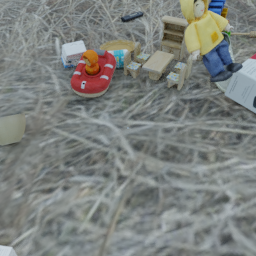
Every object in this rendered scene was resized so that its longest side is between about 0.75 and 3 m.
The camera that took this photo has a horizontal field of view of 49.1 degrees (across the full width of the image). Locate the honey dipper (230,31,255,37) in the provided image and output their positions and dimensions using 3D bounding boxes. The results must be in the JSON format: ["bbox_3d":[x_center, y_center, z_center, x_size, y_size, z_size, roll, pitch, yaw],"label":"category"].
[{"bbox_3d":[5.105,-4.219,12.605,1.454,0.276,0.276,3,44,9],"label":"honey dipper"}]

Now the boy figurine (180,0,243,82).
[{"bbox_3d":[1.973,-2.256,6.744,1.366,2.198,0.708,-34,17,-14],"label":"boy figurine"}]

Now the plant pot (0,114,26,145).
[{"bbox_3d":[-3.279,0.074,7.639,1.065,0.715,1.065,-14,3,1],"label":"plant pot"}]

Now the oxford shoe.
[{"bbox_3d":[3.350,-2.323,9.790,0.902,0.693,2.398,-3,71,-8],"label":"oxford shoe"}]

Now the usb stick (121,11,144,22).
[{"bbox_3d":[0.217,-5.589,14.035,1.298,0.212,0.360,-29,51,-27],"label":"usb stick"}]

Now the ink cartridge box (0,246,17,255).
[{"bbox_3d":[-2.992,2.640,5.201,1.535,0.517,0.899,5,44,5],"label":"ink cartridge box"}]

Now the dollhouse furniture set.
[{"bbox_3d":[1.325,-2.842,10.199,2.175,1.541,2.368,20,47,20],"label":"dollhouse furniture set"}]

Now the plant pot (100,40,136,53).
[{"bbox_3d":[-0.398,-3.259,11.512,1.520,0.209,1.520,-3,37,2],"label":"plant pot"}]

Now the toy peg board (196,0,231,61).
[{"bbox_3d":[3.482,-4.074,10.965,1.068,2.175,2.184,11,45,19],"label":"toy peg board"}]

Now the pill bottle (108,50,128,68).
[{"bbox_3d":[-0.560,-2.597,10.600,1.158,0.642,0.642,-8,44,-7],"label":"pill bottle"}]

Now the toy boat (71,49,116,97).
[{"bbox_3d":[-1.201,-2.032,9.373,1.307,1.309,2.003,9,60,11],"label":"toy boat"}]

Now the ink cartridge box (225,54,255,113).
[{"bbox_3d":[4.686,-1.148,8.583,2.581,1.069,1.881,38,55,26],"label":"ink cartridge box"}]

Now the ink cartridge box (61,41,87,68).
[{"bbox_3d":[-2.017,-2.714,10.379,0.781,1.067,0.458,-19,84,-18],"label":"ink cartridge box"}]
